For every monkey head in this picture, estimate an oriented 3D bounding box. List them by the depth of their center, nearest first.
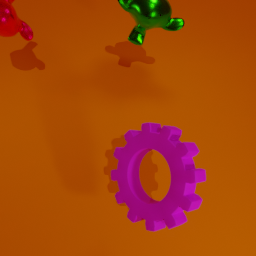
[{"bbox_3d":[-3.215,-3.048,7.209,1.065,1.768,1.272,37,94,44],"label":"monkey head"},{"bbox_3d":[0.495,-3.015,7.758,1.955,1.178,1.407,22,100,-11],"label":"monkey head"}]

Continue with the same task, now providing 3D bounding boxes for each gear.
[{"bbox_3d":[0.519,0.958,5.680,0.386,2.085,2.085,5,47,-47],"label":"gear"}]
